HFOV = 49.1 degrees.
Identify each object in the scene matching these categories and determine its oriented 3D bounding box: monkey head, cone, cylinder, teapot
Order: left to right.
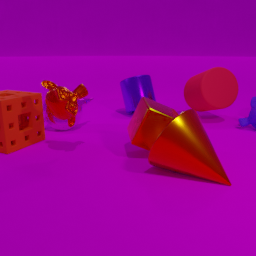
[{"bbox_3d":[-1.979,-0.562,8.816,1.963,1.220,0.961,-24,5,-5],"label":"teapot"},{"bbox_3d":[-1.412,-0.651,6.469,0.911,1.266,0.763,-42,20,-33],"label":"monkey head"},{"bbox_3d":[0.391,-1.264,10.560,1.201,1.201,1.201,-13,-2,0],"label":"cylinder"},{"bbox_3d":[1.419,0.631,5.497,1.464,1.459,1.459,41,36,26],"label":"cone"},{"bbox_3d":[2.853,-1.303,9.777,1.389,1.389,1.389,-4,0,-13],"label":"cylinder"},{"bbox_3d":[3.894,-0.340,8.576,0.851,0.713,1.183,-9,61,-4],"label":"monkey head"}]

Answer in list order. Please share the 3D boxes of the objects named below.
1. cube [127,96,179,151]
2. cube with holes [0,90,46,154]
[{"bbox_3d":[0.622,-0.048,6.607,0.938,0.938,0.938,21,19,-15],"label":"cube"},{"bbox_3d":[-3.174,-0.231,7.379,1.306,1.306,1.306,8,18,26],"label":"cube with holes"}]
